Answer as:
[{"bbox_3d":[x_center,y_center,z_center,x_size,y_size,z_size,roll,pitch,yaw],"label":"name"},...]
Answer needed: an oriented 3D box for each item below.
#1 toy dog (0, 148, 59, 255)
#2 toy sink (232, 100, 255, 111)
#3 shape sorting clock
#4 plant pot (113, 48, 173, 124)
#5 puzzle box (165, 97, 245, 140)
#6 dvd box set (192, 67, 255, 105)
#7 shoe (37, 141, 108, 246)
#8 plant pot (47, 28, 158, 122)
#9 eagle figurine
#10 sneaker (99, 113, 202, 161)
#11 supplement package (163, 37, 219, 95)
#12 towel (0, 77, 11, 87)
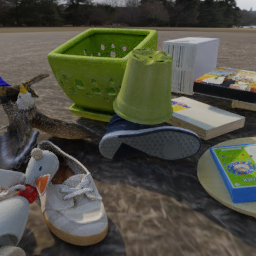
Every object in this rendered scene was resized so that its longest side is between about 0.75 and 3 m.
[{"bbox_3d":[-1.791,1.055,3.964,1.496,1.092,2.268,-9,41,0],"label":"toy dog"},{"bbox_3d":[4.137,-1.085,10.126,1.160,0.650,0.756,14,27,25],"label":"toy sink"},{"bbox_3d":[2.761,0.892,5.625,2.656,0.521,2.656,-7,22,3],"label":"shape sorting clock"},{"bbox_3d":[0.436,-1.023,6.357,1.451,1.334,1.451,5,35,-4],"label":"plant pot"},{"bbox_3d":[2.063,-0.406,8.921,1.745,0.333,2.622,-15,27,-31],"label":"puzzle box"},{"bbox_3d":[3.774,-1.597,9.904,2.113,0.425,2.889,17,29,29],"label":"dvd box set"},{"bbox_3d":[-1.180,1.024,5.068,0.952,0.726,2.722,-13,26,-28],"label":"shoe"},{"bbox_3d":[-0.578,-1.610,8.842,2.569,2.331,2.556,11,40,22],"label":"plant pot"},{"bbox_3d":[-2.390,-0.135,7.013,2.176,2.164,2.868,-42,68,0],"label":"eagle figurine"},{"bbox_3d":[0.575,0.055,7.114,2.366,0.900,1.710,1,26,6],"label":"sneaker"},{"bbox_3d":[2.781,-2.838,12.367,1.483,2.083,2.675,15,27,31],"label":"supplement package"},{"bbox_3d":[-6.016,-1.831,11.972,1.667,0.559,2.258,-15,27,-33],"label":"towel"}]
